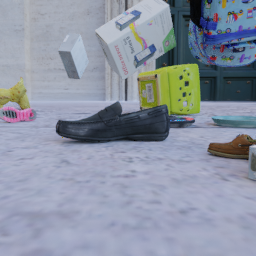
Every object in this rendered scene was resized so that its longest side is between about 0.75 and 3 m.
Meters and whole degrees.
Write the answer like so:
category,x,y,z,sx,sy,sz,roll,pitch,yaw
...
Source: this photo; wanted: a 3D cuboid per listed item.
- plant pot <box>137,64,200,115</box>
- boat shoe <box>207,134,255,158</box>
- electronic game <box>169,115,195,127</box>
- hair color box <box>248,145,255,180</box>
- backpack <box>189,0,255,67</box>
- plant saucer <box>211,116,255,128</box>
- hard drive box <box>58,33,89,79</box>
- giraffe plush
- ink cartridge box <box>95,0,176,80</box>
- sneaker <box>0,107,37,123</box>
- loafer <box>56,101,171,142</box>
category,x,y,z,sx,sy,sz,roll,pitch,yaw
plant pot,2.054,-1.969,15.075,2.431,2.679,2.665,-11,11,-31
boat shoe,2.024,0.304,4.864,1.282,0.436,0.461,5,8,34
electronic game,1.493,-0.275,9.988,1.761,0.366,1.761,0,6,0
hair color box,2.352,0.423,3.812,1.492,0.452,0.739,-7,10,-40
backpack,2.923,-2.860,7.757,2.467,2.702,1.818,-5,36,-1
plant saucer,4.068,-0.238,10.070,2.079,0.285,2.079,0,6,0
hard drive box,-2.489,-3.309,12.976,0.632,1.283,1.647,8,-36,14
giraffe plush,-8.158,-2.205,19.446,2.156,2.294,2.659,-16,-5,-21
ink cartridge box,0.250,-2.449,7.699,1.925,1.399,0.842,-32,53,-4
sneaker,-4.568,-0.507,11.350,0.772,0.640,1.619,-3,-4,39
loafer,-0.325,-0.169,6.628,2.706,0.950,0.919,-1,7,-9
